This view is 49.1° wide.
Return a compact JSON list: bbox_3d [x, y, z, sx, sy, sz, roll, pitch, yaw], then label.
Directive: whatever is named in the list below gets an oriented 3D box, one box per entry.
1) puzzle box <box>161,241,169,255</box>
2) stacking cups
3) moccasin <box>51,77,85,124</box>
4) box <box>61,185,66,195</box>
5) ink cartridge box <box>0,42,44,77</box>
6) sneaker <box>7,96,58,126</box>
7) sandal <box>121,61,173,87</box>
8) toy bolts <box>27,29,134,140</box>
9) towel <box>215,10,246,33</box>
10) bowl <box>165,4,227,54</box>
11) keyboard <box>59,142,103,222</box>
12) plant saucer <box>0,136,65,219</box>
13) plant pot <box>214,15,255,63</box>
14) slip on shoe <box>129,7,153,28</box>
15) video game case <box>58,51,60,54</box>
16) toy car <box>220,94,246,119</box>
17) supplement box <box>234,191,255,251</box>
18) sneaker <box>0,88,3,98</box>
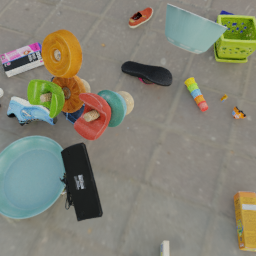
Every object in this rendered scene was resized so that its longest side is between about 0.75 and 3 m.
[{"bbox_3d":[1.067,3.962,8.055,0.162,0.848,1.275,2,61,2],"label":"puzzle box"},{"bbox_3d":[2.807,-1.346,11.302,0.444,0.444,1.466,-19,66,-11],"label":"stacking cups"},{"bbox_3d":[-2.318,-0.999,10.823,2.513,0.857,1.011,41,68,20],"label":"moccasin"},{"bbox_3d":[-2.088,1.563,9.727,0.993,0.274,1.239,-22,63,-12],"label":"box"},{"bbox_3d":[-4.336,-3.071,12.221,2.241,0.416,1.061,-22,63,-11],"label":"ink cartridge box"},{"bbox_3d":[-3.662,-0.436,10.675,2.129,0.835,0.958,17,75,18],"label":"sneaker"},{"bbox_3d":[0.819,-2.228,11.783,2.454,0.553,0.921,24,57,29],"label":"sandal"},{"bbox_3d":[-1.118,-1.265,8.235,2.873,2.745,1.993,35,33,20],"label":"toy bolts"},{"bbox_3d":[4.950,-4.866,13.301,1.592,0.394,1.175,28,71,14],"label":"towel"},{"bbox_3d":[1.929,-3.006,8.709,1.958,1.024,1.958,18,26,-9],"label":"bowl"},{"bbox_3d":[-1.262,1.404,7.325,1.016,0.387,1.953,-15,86,18],"label":"keyboard"},{"bbox_3d":[-3.263,1.627,9.385,2.813,0.506,2.813,-4,63,8],"label":"plant saucer"},{"bbox_3d":[4.511,-3.726,12.009,1.602,1.461,1.610,3,61,3],"label":"plant pot"},{"bbox_3d":[0.645,-5.412,13.515,0.592,0.489,1.597,40,66,21],"label":"slip on shoe"},{"bbox_3d":[-3.321,-3.782,12.816,0.941,0.104,0.858,11,61,6],"label":"video game case"},{"bbox_3d":[4.141,-0.784,11.108,0.397,0.585,1.192,-48,42,23],"label":"toy car"},{"bbox_3d":[3.759,2.913,8.803,0.591,0.571,1.718,2,60,1],"label":"supplement box"},{"bbox_3d":[-5.876,-1.527,10.999,1.777,0.752,0.647,4,66,-20],"label":"sneaker"}]
